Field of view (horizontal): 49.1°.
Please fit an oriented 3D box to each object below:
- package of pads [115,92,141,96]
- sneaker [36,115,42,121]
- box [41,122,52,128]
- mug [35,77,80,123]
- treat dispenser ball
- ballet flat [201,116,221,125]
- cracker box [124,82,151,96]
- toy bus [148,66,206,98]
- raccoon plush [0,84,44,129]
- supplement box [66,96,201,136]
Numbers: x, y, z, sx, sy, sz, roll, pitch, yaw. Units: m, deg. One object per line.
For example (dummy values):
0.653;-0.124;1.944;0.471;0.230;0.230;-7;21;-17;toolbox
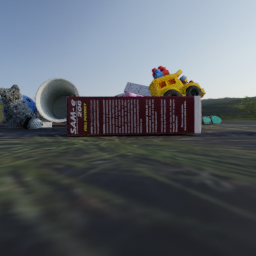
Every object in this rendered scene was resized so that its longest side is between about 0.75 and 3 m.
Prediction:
0.209;-0.453;7.852;0.603;0.961;1.594;-15;-4;22;package of pads
-4.300;-0.287;12.827;0.615;0.482;1.238;-8;-4;-26;sneaker
-3.385;-0.133;10.693;0.858;0.216;1.189;-1;4;-20;box
-2.757;-0.778;12.438;1.801;2.396;2.699;-31;0;-7;mug
-4.645;-0.754;12.088;1.397;1.397;1.397;0;2;0;treat dispenser ball
4.332;-0.395;14.956;1.396;0.502;0.502;0;2;-30;ballet flat
0.866;-1.305;12.509;1.924;0.555;1.289;15;-23;19;cracker box
1.455;-1.360;9.076;1.638;1.573;1.112;-18;-8;-9;toy bus
-3.504;-0.762;9.339;2.061;1.381;0.997;2;17;31;raccoon plush
0.056;-0.266;6.089;2.660;0.810;1.447;-2;2;-8;supplement box
